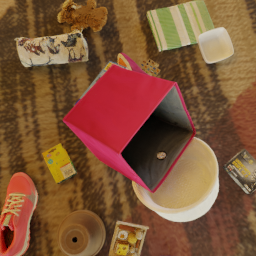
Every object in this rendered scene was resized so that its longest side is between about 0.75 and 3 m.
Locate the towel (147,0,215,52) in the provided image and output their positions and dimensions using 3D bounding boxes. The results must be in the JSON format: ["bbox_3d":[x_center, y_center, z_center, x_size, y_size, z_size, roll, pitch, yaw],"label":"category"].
[{"bbox_3d":[2.258,-4.349,11.848,2.562,0.300,1.954,-15,78,-6],"label":"towel"}]

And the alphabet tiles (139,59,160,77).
[{"bbox_3d":[0.805,-2.339,11.467,0.825,0.031,0.992,34,79,8],"label":"alphabet tiles"}]

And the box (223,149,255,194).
[{"bbox_3d":[4.350,1.600,10.332,1.049,0.320,1.324,-38,79,-8],"label":"box"}]

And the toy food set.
[{"bbox_3d":[0.016,3.458,8.394,0.958,0.403,1.335,12,102,-6],"label":"toy food set"}]

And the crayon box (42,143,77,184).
[{"bbox_3d":[-2.537,1.318,10.400,0.814,0.326,1.282,-28,78,-7],"label":"crayon box"}]

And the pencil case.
[{"bbox_3d":[-3.004,-3.155,11.096,2.801,1.090,1.253,-7,96,-1],"label":"pencil case"}]

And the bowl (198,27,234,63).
[{"bbox_3d":[3.512,-3.303,11.395,1.284,0.480,1.286,-20,88,-4],"label":"bowl"}]

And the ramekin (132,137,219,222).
[{"bbox_3d":[1.643,1.699,9.269,2.763,1.347,2.763,-14,50,17],"label":"ramekin"}]

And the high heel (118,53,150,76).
[{"bbox_3d":[0.695,-1.987,11.056,1.328,0.932,2.768,-23,65,-28],"label":"high heel"}]

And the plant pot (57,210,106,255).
[{"bbox_3d":[-1.640,3.578,9.262,1.676,1.462,1.676,0,75,1],"label":"plant pot"}]

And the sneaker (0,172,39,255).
[{"bbox_3d":[-3.780,2.925,9.516,1.075,1.265,2.917,0,75,0],"label":"sneaker"}]

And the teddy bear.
[{"bbox_3d":[-1.897,-4.706,11.790,2.241,0.748,1.625,2,68,8],"label":"teddy bear"}]

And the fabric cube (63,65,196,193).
[{"bbox_3d":[0.134,-0.003,8.731,2.578,2.586,2.537,24,69,40],"label":"fabric cube"}]

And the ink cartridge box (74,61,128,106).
[{"bbox_3d":[-0.751,-0.873,10.155,0.957,1.711,2.508,26,74,36],"label":"ink cartridge box"}]
